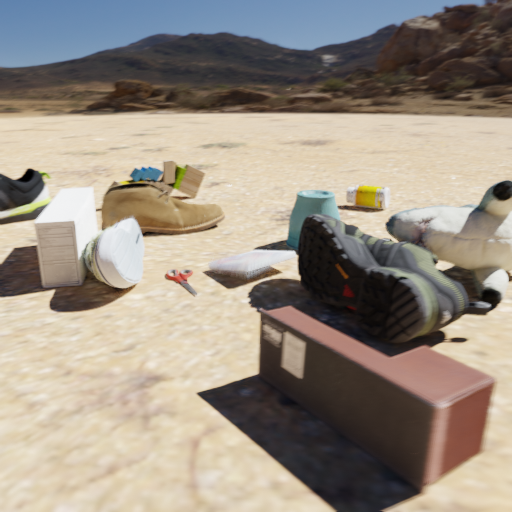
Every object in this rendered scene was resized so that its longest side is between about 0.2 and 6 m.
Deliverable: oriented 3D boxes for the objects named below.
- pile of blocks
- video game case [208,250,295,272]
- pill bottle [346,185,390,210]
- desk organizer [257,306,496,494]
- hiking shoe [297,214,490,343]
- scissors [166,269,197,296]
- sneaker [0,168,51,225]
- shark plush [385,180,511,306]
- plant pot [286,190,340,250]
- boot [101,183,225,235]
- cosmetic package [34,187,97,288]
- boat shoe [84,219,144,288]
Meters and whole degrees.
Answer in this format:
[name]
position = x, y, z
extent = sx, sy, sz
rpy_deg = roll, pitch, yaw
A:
[pile of blocks]
position = -2.774, -2.111, 15.248
extent = 2.734, 1.122, 0.850
rpy_deg = -10, 25, -34
[video game case]
position = -0.078, 0.073, 9.904
extent = 1.163, 0.134, 1.060
rpy_deg = -16, 12, -41
[pill bottle]
position = 2.901, -1.536, 14.571
extent = 1.062, 0.580, 0.580
rpy_deg = 9, 20, 25
[desk organizer]
position = 1.084, 1.228, 5.712
extent = 0.917, 0.854, 2.381
rpy_deg = -10, 21, -35
[hiking shoe]
position = 1.828, 0.276, 8.457
extent = 1.647, 1.239, 3.271
rpy_deg = 2, 24, -27
[scissors]
position = -1.246, 0.450, 9.341
extent = 0.460, 0.088, 1.258
rpy_deg = -1, 19, -11
[sneaker]
position = -6.302, -1.394, 12.877
extent = 1.173, 1.354, 3.271
rpy_deg = 14, 23, 37
[shark plush]
position = 3.877, -0.576, 9.795
extent = 1.701, 1.855, 4.084
rpy_deg = 8, 18, 38
[plant pot]
position = 1.199, -0.753, 11.370
extent = 1.155, 1.085, 1.155
rpy_deg = 1, 18, 0
[boot]
position = -2.005, -1.069, 12.383
extent = 2.788, 1.052, 1.026
rpy_deg = -5, 19, -21
[cosmetic package]
position = -3.432, -0.443, 10.318
extent = 0.705, 1.149, 2.783
rpy_deg = -2, 18, -9
[boat shoe]
position = -2.480, 0.009, 9.632
extent = 0.848, 0.984, 2.734
rpy_deg = -21, 13, -1
